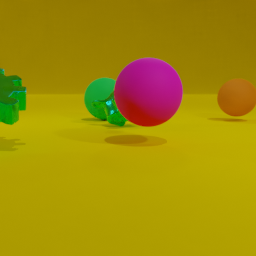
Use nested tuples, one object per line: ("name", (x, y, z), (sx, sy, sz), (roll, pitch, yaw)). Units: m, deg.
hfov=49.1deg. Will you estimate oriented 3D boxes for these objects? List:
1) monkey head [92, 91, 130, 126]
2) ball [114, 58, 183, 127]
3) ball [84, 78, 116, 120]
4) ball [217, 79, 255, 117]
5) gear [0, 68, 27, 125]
("monkey head", (-0.172, -0.702, 7.443), (1.656, 0.998, 1.191), (-16, -33, 2))
("ball", (0.357, -0.624, 4.977), (1.212, 1.212, 1.212), (0, 7, 0))
("ball", (-0.753, -0.962, 9.249), (1.383, 1.383, 1.383), (0, 7, 0))
("ball", (3.512, -0.974, 9.024), (1.216, 1.216, 1.216), (0, 7, 0))
("gear", (-2.611, -0.506, 4.344), (1.921, 0.355, 1.921), (9, 31, -5))
